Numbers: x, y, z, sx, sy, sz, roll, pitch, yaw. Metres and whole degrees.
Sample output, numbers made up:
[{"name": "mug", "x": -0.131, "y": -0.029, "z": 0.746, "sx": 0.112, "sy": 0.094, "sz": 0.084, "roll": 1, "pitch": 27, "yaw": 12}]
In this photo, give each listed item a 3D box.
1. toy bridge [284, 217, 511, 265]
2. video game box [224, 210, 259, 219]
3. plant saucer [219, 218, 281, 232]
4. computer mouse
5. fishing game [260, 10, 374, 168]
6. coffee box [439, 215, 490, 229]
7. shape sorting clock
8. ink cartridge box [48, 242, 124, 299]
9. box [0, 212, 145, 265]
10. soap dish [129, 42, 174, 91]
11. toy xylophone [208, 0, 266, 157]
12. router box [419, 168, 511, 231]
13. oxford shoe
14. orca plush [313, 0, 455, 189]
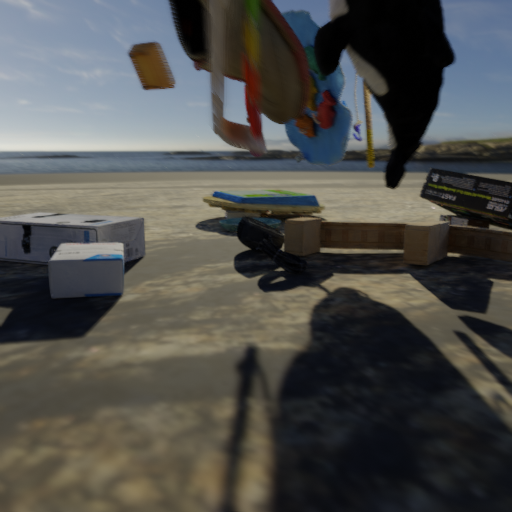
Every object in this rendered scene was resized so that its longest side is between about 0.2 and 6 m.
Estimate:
[{"name": "toy bridge", "x": 2.914, "y": -0.235, "z": 9.518, "sx": 5.022, "sy": 0.683, "sz": 1.688, "roll": 6, "pitch": 10, "yaw": 30}, {"name": "video game box", "x": -0.419, "y": -1.180, "z": 15.774, "sx": 0.924, "sy": 0.216, "sz": 0.842, "roll": -1, "pitch": 13, "yaw": -7}, {"name": "plant saucer", "x": -0.149, "y": -0.745, "z": 13.513, "sx": 1.484, "sy": 0.203, "sz": 1.484, "roll": 0, "pitch": 11, "yaw": 0}, {"name": "computer mouse", "x": 0.201, "y": -0.120, "z": 9.802, "sx": 0.872, "sy": 0.506, "sz": 2.975, "roll": 22, "pitch": 10, "yaw": -16}, {"name": "fishing game", "x": 0.880, "y": -3.403, "z": 11.836, "sx": 0.724, "sy": 3.333, "sz": 4.655, "roll": -23, "pitch": 39, "yaw": -19}, {"name": "coffee box", "x": 4.584, "y": -0.655, "z": 12.391, "sx": 0.583, "sy": 0.412, "sz": 1.032, "roll": 2, "pitch": 10, "yaw": -16}, {"name": "shape sorting clock", "x": 0.210, "y": -1.448, "z": 15.888, "sx": 3.462, "sy": 0.679, "sz": 3.462, "roll": 0, "pitch": 11, "yaw": 0}, {"name": "ink cartridge box", "x": -2.300, "y": 0.168, "z": 7.745, "sx": 0.920, "sy": 0.540, "sz": 1.257, "roll": -2, "pitch": 10, "yaw": -13}, {"name": "box", "x": -3.309, "y": -0.306, "z": 9.777, "sx": 2.375, "sy": 0.714, "sz": 1.385, "roll": 4, "pitch": 11, "yaw": 22}, {"name": "soap dish", "x": -2.198, "y": -3.936, "z": 11.734, "sx": 0.778, "sy": 0.989, "sz": 0.402, "roll": 13, "pitch": 45, "yaw": 42}, {"name": "toy xylophone", "x": -0.168, "y": -1.931, "z": 5.249, "sx": 0.534, "sy": 2.127, "sz": 1.557, "roll": -2, "pitch": 36, "yaw": -4}, {"name": "router box", "x": 5.050, "y": -1.155, "z": 12.170, "sx": 1.772, "sy": 0.734, "sz": 2.364, "roll": 16, "pitch": 6, "yaw": -35}, {"name": "oxford shoe", "x": -0.329, "y": -2.580, "z": 6.726, "sx": 1.185, "sy": 1.258, "sz": 3.363, "roll": 32, "pitch": -11, "yaw": 34}, {"name": "orca plush", "x": 2.277, "y": -2.995, "z": 8.766, "sx": 2.363, "sy": 4.491, "sz": 1.596, "roll": -20, "pitch": 37, "yaw": -16}]
